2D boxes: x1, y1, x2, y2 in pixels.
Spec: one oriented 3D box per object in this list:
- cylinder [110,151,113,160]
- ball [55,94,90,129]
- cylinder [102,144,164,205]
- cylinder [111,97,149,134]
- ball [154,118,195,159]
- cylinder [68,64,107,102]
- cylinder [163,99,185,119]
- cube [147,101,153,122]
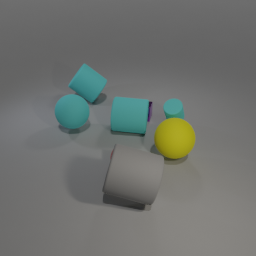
[{"bbox_3d":[-0.117,0.993,9.383,0.700,0.700,0.700,23,18,-31],"label":"cylinder"},{"bbox_3d":[-2.277,-0.672,11.446,1.400,1.400,1.400,0,30,0],"label":"ball"},{"bbox_3d":[0.134,1.278,7.774,1.400,1.400,1.400,16,31,-1],"label":"cylinder"},{"bbox_3d":[0.091,-0.524,11.473,1.400,1.400,1.400,6,31,5],"label":"cylinder"},{"bbox_3d":[1.600,0.350,9.629,1.400,1.400,1.400,0,30,0],"label":"ball"},{"bbox_3d":[-1.994,-2.220,13.888,1.400,1.400,1.400,35,25,-17],"label":"cylinder"},{"bbox_3d":[1.699,-0.609,10.326,0.700,0.700,0.700,-8,58,13],"label":"cylinder"},{"bbox_3d":[0.702,-0.773,12.660,0.700,0.700,0.700,7,31,12],"label":"cube"}]
